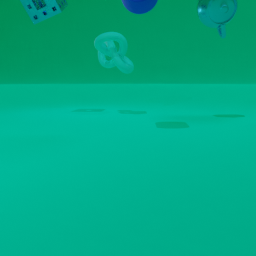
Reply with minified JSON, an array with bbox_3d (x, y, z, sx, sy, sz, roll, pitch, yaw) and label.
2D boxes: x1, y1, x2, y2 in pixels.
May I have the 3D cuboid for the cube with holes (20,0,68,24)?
[{"bbox_3d":[-2.942,-4.489,9.737,1.111,1.111,1.111,-18,33,14],"label":"cube with holes"}]

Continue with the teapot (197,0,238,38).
[{"bbox_3d":[2.645,-3.568,8.154,1.179,1.897,0.929,-16,28,5],"label":"teapot"}]

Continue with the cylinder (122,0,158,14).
[{"bbox_3d":[0.248,-3.140,6.261,0.907,0.907,0.907,1,6,4],"label":"cylinder"}]

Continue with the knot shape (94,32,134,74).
[{"bbox_3d":[-0.611,-2.741,10.184,0.819,1.772,1.659,-48,37,-14],"label":"knot shape"}]
